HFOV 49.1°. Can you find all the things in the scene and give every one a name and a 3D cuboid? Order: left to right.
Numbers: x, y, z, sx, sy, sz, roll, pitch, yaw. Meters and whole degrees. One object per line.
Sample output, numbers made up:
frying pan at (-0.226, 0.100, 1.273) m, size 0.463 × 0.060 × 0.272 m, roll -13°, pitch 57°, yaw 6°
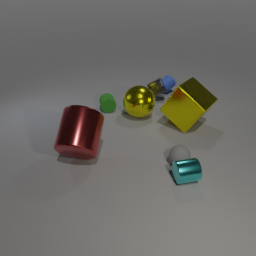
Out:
cylinder at (-1.578, 0.169, 9.181) m, size 1.400 × 1.400 × 1.400 m, roll 5°, pitch 68°, yaw 9°
cylinder at (-0.933, -1.152, 12.849) m, size 0.700 × 0.700 × 0.700 m, roll -5°, pitch 29°, yaw -10°
ball at (0.482, -1.134, 12.071) m, size 1.400 × 1.400 × 1.400 m, roll 0°, pitch 29°, yaw 0°
cube at (1.432, -2.002, 13.798) m, size 0.700 × 0.700 × 0.700 m, roll -25°, pitch 10°, yaw 16°
cylinder at (2.024, -2.299, 14.727) m, size 0.700 × 0.700 × 0.700 m, roll -43°, pitch 45°, yaw -19°
ball at (1.688, 0.891, 9.119) m, size 0.700 × 0.700 × 0.700 m, roll 0°, pitch 29°, yaw 0°
cylinder at (1.755, 1.281, 8.378) m, size 0.700 × 0.700 × 0.700 m, roll -8°, pitch 30°, yaw -8°
cube at (2.430, -0.933, 11.219) m, size 1.400 × 1.400 × 1.400 m, roll 45°, pitch 43°, yaw 10°
